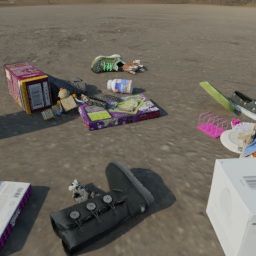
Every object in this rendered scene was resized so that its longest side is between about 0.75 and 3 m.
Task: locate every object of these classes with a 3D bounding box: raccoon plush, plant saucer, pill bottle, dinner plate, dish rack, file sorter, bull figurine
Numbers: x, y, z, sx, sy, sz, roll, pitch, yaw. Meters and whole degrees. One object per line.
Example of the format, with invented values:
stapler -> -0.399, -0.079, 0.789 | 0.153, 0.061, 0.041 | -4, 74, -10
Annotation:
raccoon plush -> -1.104, 1.646, 7.209 | 0.865, 0.418, 0.579 | 23, 11, -15
plant saucer -> 3.616, -1.311, 11.224 | 1.763, 0.274, 1.763 | 35, 20, -15
pill bottle -> -0.359, -1.943, 13.004 | 1.111, 0.623, 0.623 | 7, 31, 12
dinner plate -> 3.684, 0.397, 9.259 | 1.190, 0.144, 1.190 | 1, 40, -1
dish rack -> -0.887, -1.161, 11.230 | 0.924, 0.329, 1.205 | 20, 35, 28
file sorter -> 3.015, -0.137, 9.940 | 0.615, 0.555, 0.886 | -17, 34, -28
bull figurine -> 0.367, -3.435, 15.710 | 0.926, 0.497, 1.526 | 23, 37, 31

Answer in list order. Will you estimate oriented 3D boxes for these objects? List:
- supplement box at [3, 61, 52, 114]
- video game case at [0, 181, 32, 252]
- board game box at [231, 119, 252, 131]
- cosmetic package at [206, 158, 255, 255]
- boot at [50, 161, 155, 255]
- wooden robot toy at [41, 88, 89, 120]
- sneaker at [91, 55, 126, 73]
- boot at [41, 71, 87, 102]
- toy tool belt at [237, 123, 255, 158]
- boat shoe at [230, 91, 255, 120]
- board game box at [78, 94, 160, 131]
supplement box -> -4.286, -1.785, 11.915 | 1.103, 1.422, 2.576 | -19, 36, -31
video game case -> -3.440, 1.987, 6.450 | 1.798, 0.355, 1.984 | 2, 30, 3
board game box -> 4.488, 0.138, 9.827 | 1.496, 0.194, 1.496 | 6, 31, 11
cosmetic package -> 2.402, 1.702, 5.717 | 0.971, 1.580, 1.575 | -1, 30, -5
boot -> -0.786, 1.743, 6.626 | 2.220, 0.729, 1.830 | -24, 35, -28
wooden robot toy -> -2.526, -1.100, 10.999 | 1.971, 0.894, 0.868 | -26, 12, -15
sneaker -> -1.013, -3.519, 15.600 | 2.281, 0.877, 1.011 | -24, 45, -32
boot -> -3.217, -2.068, 13.123 | 1.790, 0.949, 2.719 | -20, 46, -36
toy tool belt -> 3.754, 0.517, 7.848 | 1.378, 1.356, 2.207 | 13, 38, 18
boat shoe -> 4.973, -0.843, 11.081 | 0.765, 0.631, 2.230 | -18, 35, -28
board game box -> -0.389, -0.683, 11.072 | 2.856, 0.461, 1.714 | -11, 36, -19
